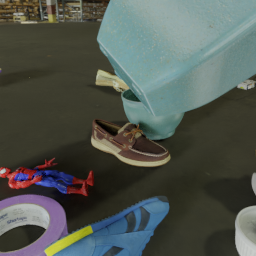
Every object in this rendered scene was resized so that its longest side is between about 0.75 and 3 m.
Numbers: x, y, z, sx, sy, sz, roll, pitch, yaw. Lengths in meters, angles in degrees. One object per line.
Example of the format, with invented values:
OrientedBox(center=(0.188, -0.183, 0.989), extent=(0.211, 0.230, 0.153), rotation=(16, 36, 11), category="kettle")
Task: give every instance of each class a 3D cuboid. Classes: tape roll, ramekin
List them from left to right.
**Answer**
OrientedBox(center=(-1.686, 1.677, 4.319), extent=(1.471, 0.482, 1.471), rotation=(1, 25, 0), category="tape roll")
OrientedBox(center=(2.110, 1.700, 4.218), extent=(0.991, 0.520, 0.991), rotation=(0, 25, 0), category="ramekin")

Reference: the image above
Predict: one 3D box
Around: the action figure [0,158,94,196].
OrientedBox(center=(-1.749, 1.005, 5.800), extent=(2.008, 0.519, 0.657), rotation=(2, 27, 10), category="action figure")

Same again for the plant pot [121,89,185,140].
OrientedBox(center=(0.763, -0.421, 7.843), extent=(1.810, 1.213, 1.810), rotation=(-4, 22, 2), category="plant pot")

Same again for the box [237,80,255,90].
OrientedBox(center=(5.205, -1.899, 12.236), extent=(0.783, 0.236, 0.457), rotation=(-19, 31, -35), category="box")

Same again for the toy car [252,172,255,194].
OrientedBox(center=(3.550, 0.824, 5.065), extent=(1.646, 1.921, 2.195), rotation=(27, 2, -42), category="toy car")

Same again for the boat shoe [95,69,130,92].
OrientedBox(center=(-0.516, -1.856, 11.806), extent=(2.276, 0.716, 0.830), rotation=(28, 14, 34), category="boat shoe")

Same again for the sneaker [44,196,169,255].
OrientedBox(center=(-0.080, 1.718, 4.170), extent=(2.300, 0.758, 0.902), rotation=(-11, 62, -44), category="sneaker")

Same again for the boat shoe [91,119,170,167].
OrientedBox(center=(-0.008, 0.270, 6.912), extent=(2.270, 0.817, 0.819), rotation=(19, 31, 34), category="boat shoe")

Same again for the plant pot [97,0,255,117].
OrientedBox(center=(0.816, -1.500, 4.820), extent=(2.254, 2.212, 2.206), rotation=(-38, 70, 1), category="plant pot")
